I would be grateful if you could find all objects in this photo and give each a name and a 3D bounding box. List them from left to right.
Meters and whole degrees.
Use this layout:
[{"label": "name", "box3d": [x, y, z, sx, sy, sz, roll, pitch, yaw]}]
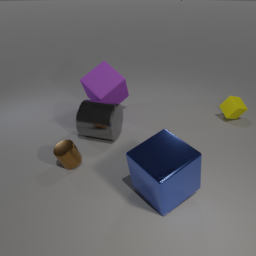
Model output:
[{"label": "cylinder", "box3d": [-1.935, 0.850, 9.024, 0.700, 0.700, 0.700, -12, 43, 12]}, {"label": "cylinder", "box3d": [-1.053, -0.312, 10.656, 1.400, 1.400, 1.400, 8, 29, 16]}, {"label": "cube", "box3d": [-0.987, -1.738, 12.202, 1.400, 1.400, 1.400, -41, 67, -12]}, {"label": "cube", "box3d": [0.974, 1.150, 7.529, 1.400, 1.400, 1.400, -31, 44, -22]}, {"label": "cube", "box3d": [4.507, -0.873, 11.994, 0.700, 0.700, 0.700, 2, 53, -34]}]
